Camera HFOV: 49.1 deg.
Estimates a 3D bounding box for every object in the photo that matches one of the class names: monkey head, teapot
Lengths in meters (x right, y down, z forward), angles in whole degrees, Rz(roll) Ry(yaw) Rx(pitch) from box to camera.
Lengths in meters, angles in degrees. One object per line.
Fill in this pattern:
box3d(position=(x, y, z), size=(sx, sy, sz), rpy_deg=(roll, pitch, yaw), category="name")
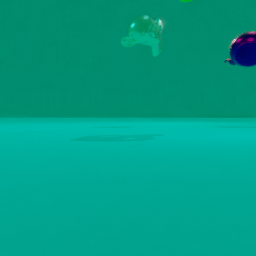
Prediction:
box3d(position=(0.567, -3.072, 9.382), size=(1.098, 1.311, 1.823), rpy_deg=(10, 45, 31), category="monkey head")
box3d(position=(3.936, -2.616, 9.257), size=(1.192, 0.938, 1.916), rpy_deg=(33, -44, -16), category="teapot")

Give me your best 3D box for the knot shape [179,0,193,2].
box3d(position=(0.916, -3.173, 5.131), size=(0.759, 1.643, 1.537), rpy_deg=(-23, 16, 29), category="knot shape")
